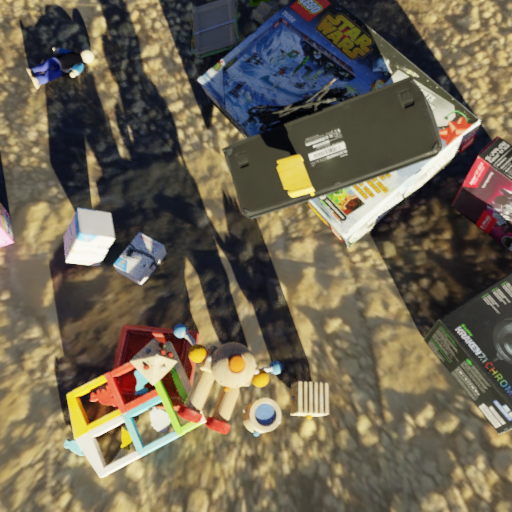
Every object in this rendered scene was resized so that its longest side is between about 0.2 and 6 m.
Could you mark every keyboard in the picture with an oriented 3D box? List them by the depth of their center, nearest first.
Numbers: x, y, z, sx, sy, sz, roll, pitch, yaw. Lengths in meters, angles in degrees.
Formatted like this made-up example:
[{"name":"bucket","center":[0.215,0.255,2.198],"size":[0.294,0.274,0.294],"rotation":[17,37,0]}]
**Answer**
[{"name":"keyboard","center":[1.248,-2.060,9.993],"size":[3.687,0.731,1.919],"rotation":[-16,88,17]}]

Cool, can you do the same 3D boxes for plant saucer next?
[{"name":"plant saucer","center":[-1.705,1.798,9.274],"size":[1.365,0.251,1.367],"rotation":[5,63,3]}]

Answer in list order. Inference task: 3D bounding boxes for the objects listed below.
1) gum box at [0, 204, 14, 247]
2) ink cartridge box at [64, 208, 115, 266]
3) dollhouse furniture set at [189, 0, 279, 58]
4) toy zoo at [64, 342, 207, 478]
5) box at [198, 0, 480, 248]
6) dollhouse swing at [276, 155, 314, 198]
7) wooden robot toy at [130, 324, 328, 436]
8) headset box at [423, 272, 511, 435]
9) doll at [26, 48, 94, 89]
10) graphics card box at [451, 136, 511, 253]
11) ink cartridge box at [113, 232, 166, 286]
[{"name":"gum box","center":[-5.592,-0.494,9.943],"size":[2.054,1.166,0.679],"rotation":[-16,64,-8]},{"name":"ink cartridge box","center":[-2.974,-0.320,9.923],"size":[0.613,0.836,0.610],"rotation":[8,49,-35]},{"name":"dollhouse furniture set","center":[-0.072,-5.244,12.863],"size":[2.815,1.087,1.407],"rotation":[-11,69,16]},{"name":"toy zoo","center":[-2.007,2.447,8.743],"size":[2.129,0.218,1.397],"rotation":[-26,74,-6]},{"name":"box","center":[1.437,-2.846,10.867],"size":[3.145,0.916,4.593],"rotation":[-40,68,1]},{"name":"dollhouse swing","center":[0.662,-1.272,9.439],"size":[0.577,0.558,0.635],"rotation":[-17,74,-7]},{"name":"wooden robot toy","center":[-0.314,1.876,8.221],"size":[3.114,1.413,1.372],"rotation":[22,67,-6]},{"name":"headset box","center":[4.249,1.404,9.041],"size":[2.190,1.016,1.907],"rotation":[-28,66,-14]},{"name":"doll","center":[-4.291,-4.227,12.363],"size":[1.455,0.352,0.992],"rotation":[-27,67,-13]},{"name":"graphics card box","center":[4.826,-0.667,9.750],"size":[0.679,1.676,2.671],"rotation":[-41,70,-17]},{"name":"ink cartridge box","center":[-2.091,0.049,10.136],"size":[0.572,0.333,0.791],"rotation":[28,66,14]}]
